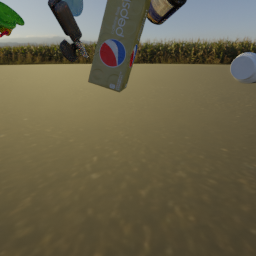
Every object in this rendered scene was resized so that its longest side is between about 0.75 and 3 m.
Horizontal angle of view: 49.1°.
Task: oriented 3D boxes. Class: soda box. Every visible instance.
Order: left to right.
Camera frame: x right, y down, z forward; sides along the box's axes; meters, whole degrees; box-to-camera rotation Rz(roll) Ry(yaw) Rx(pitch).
[{"bbox_3d":[-0.160,-2.233,6.669,0.871,2.570,0.823,19,20,6],"label":"soda box"}]

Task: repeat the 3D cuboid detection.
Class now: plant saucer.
[{"bbox_3d":[-2.273,-4.972,10.481,0.313,1.625,1.625,-4,12,27],"label":"plant saucer"}]

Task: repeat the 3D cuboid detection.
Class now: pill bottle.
[{"bbox_3d":[1.154,-3.646,7.924,0.810,0.810,1.448,-12,-9,-37],"label":"pill bottle"},{"bbox_3d":[2.791,-1.366,6.414,0.691,0.691,1.244,12,15,36],"label":"pill bottle"}]

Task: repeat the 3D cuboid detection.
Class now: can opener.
[{"bbox_3d":[-2.066,-3.129,9.469,0.721,0.904,2.703,44,-7,20],"label":"can opener"}]

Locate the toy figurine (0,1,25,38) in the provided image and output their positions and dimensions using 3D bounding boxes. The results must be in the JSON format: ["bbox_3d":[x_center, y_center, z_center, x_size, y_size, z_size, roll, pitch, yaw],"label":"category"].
[{"bbox_3d":[-3.511,-2.097,6.355,1.421,1.742,1.892,46,17,2],"label":"toy figurine"}]
